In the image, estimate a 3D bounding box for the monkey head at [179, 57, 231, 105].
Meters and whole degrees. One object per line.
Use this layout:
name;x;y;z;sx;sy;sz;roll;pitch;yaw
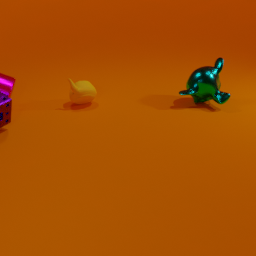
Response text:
monkey head;2.741;-1.441;9.543;1.977;1.191;1.422;-41;36;-7

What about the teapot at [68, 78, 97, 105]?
teapot;-1.610;-1.286;9.645;0.941;0.741;1.513;-22;-15;16

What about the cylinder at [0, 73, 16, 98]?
cylinder;-4.374;-1.291;9.125;1.102;1.102;1.102;18;22;-22

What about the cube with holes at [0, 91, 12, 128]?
cube with holes;-3.850;-0.506;7.667;0.867;0.867;0.867;33;40;13
